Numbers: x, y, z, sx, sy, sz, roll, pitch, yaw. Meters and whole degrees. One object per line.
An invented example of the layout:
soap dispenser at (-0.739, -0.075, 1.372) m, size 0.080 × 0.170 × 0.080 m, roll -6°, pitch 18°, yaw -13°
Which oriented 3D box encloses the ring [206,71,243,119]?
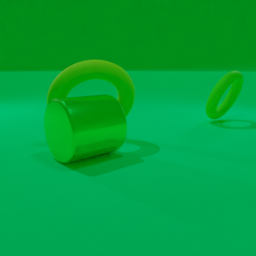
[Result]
ring at (3.078, -1.023, 8.922) m, size 1.688 × 1.688 × 0.338 m, roll -13°, pitch 42°, yaw -45°

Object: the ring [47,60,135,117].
ring at (-0.811, -0.627, 6.421) m, size 2.024 × 2.024 × 0.405 m, roll -4°, pitch 43°, yaw -19°

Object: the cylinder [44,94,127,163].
cylinder at (-0.851, -0.022, 5.566) m, size 1.218 × 1.218 × 1.218 m, roll -10°, pitch 16°, yaw -39°
